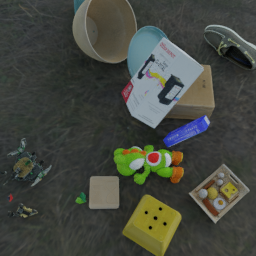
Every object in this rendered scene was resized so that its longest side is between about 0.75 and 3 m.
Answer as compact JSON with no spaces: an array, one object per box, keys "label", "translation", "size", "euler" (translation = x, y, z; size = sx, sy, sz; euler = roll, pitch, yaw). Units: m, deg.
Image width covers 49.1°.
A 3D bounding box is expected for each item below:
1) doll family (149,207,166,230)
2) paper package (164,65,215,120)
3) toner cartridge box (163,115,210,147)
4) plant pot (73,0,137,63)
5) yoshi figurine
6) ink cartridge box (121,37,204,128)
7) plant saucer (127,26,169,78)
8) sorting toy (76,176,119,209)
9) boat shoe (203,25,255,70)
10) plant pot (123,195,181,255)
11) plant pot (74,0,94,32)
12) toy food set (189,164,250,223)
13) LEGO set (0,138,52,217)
[{"label":"doll family","translation":[0.843,2.861,8.856],"size":[1.343,0.527,0.776],"euler":[-12,104,-10]},{"label":"paper package","translation":[2.273,-1.418,10.930],"size":[1.943,1.055,2.039],"euler":[4,61,-4]},{"label":"toner cartridge box","translation":[2.047,0.124,9.822],"size":[0.339,1.570,0.746],"euler":[59,35,-4]},{"label":"plant pot","translation":[-1.240,-4.132,11.815],"size":[1.872,2.789,2.789],"euler":[10,56,44]},{"label":"yoshi figurine","translation":[0.619,1.248,9.703],"size":[2.379,1.337,1.332],"euler":[11,103,-10]},{"label":"ink cartridge box","translation":[1.060,-1.582,9.567],"size":[1.050,2.536,1.848],"euler":[28,21,-28]},{"label":"plant saucer","translation":[0.883,-2.679,11.161],"size":[0.356,2.596,2.596],"euler":[7,53,49]},{"label":"sorting toy","translation":[-1.034,2.195,9.514],"size":[1.456,0.214,1.076],"euler":[0,65,-3]},{"label":"boat shoe","translation":[4.423,-3.488,12.124],"size":[2.816,1.006,0.842],"euler":[36,62,13]},{"label":"plant pot","translation":[0.790,2.875,8.545],"size":[1.450,1.279,1.450],"euler":[28,66,14]},{"label":"plant pot","translation":[-1.394,-6.020,12.953],"size":[2.438,1.957,2.438],"euler":[0,62,0]},{"label":"toy food set","translation":[3.044,2.155,9.359],"size":[1.710,0.517,1.227],"euler":[-35,67,-17]},{"label":"LEGO set","translation":[-3.527,1.730,9.635],"size":[1.697,0.741,2.613],"euler":[11,75,8]}]
